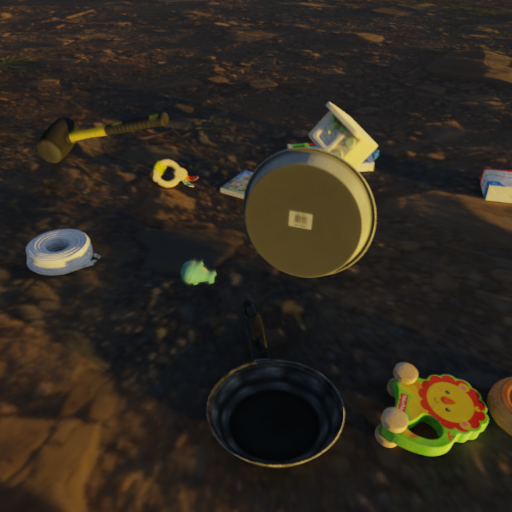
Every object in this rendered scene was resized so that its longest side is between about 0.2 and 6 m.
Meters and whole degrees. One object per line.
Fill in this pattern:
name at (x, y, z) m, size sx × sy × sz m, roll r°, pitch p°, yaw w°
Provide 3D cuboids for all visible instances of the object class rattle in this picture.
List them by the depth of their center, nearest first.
rattle at (-1.912, -1.792, 12.977) m, size 1.023 × 0.731 × 0.666 m, roll 7°, pitch 64°, yaw -17°

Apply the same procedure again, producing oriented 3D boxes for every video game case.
video game case at (-0.031, -1.559, 12.642) m, size 1.198 × 0.132 × 1.091 m, roll 18°, pitch 38°, yaw 25°

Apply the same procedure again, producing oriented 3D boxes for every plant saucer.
plant saucer at (3.655, 1.981, 7.324) m, size 1.162 × 0.217 × 1.162 m, roll 0°, pitch 33°, yaw 0°

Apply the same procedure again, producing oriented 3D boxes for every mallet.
mallet at (-2.715, -2.088, 9.692) m, size 2.570 × 0.529 × 0.846 m, roll 1°, pitch 47°, yaw 29°

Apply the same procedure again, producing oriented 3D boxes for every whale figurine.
whale figurine at (-0.891, 0.295, 8.543) m, size 0.531 × 0.423 × 0.276 m, roll 18°, pitch 31°, yaw -5°

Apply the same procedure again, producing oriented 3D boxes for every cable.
cable at (-3.588, -0.075, 10.200) m, size 1.151 × 0.399 × 1.151 m, roll -29°, pitch 43°, yaw -36°

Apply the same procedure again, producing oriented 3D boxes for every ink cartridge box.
ink cartridge box at (5.418, -1.623, 12.506) m, size 0.670 × 0.388 × 1.153 m, roll 7°, pitch 34°, yaw 10°

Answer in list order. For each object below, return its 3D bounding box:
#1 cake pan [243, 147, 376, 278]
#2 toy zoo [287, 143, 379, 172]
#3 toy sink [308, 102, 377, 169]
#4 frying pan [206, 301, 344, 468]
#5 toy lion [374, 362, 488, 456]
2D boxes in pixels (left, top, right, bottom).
cake pan at (0.748, -0.584, 8.691) m, size 2.157 × 2.157 × 0.396 m, roll 11°, pitch 27°, yaw 16°
toy zoo at (1.972, -2.464, 13.901) m, size 2.201 × 0.225 × 1.444 m, roll -5°, pitch 34°, yaw -7°
toy sink at (1.478, -2.056, 9.850) m, size 0.812 × 0.698 × 1.246 m, roll 51°, pitch 20°, yaw 17°
frying pan at (-0.063, 1.731, 7.490) m, size 1.725 × 0.464 × 2.852 m, roll -19°, pitch 36°, yaw -27°
toy lion at (2.290, 2.004, 7.177) m, size 1.281 × 0.459 × 1.337 m, roll 19°, pitch 38°, yaw 14°
